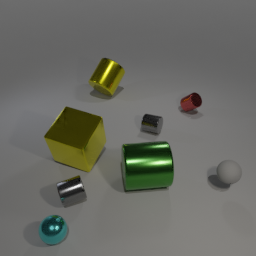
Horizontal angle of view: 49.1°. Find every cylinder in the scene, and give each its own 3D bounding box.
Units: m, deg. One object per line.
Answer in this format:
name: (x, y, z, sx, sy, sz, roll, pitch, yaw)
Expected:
cylinder: (2.843, -1.164, 12.619, 0.700, 0.700, 0.700, -24, -1, -33)
cylinder: (0.553, 1.136, 8.550, 1.400, 1.400, 1.400, -4, 32, -5)
cylinder: (-1.617, 1.803, 8.064, 0.700, 0.700, 0.700, -18, 35, -12)
cylinder: (-1.060, -2.543, 14.053, 1.400, 1.400, 1.400, 22, 79, 31)
cylinder: (0.977, -0.181, 11.304, 0.700, 0.700, 0.700, 13, 34, 23)

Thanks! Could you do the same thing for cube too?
cube: (-1.684, 0.373, 9.337, 1.400, 1.400, 1.400, 17, 55, 15)

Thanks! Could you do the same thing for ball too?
ball: (2.936, 1.273, 8.133, 0.700, 0.700, 0.700, 0, 32, 0)
ball: (-1.868, 2.528, 6.983, 0.700, 0.700, 0.700, 0, 32, 0)
